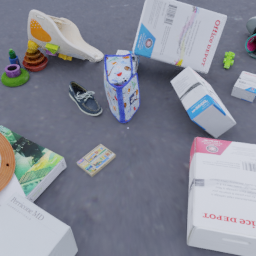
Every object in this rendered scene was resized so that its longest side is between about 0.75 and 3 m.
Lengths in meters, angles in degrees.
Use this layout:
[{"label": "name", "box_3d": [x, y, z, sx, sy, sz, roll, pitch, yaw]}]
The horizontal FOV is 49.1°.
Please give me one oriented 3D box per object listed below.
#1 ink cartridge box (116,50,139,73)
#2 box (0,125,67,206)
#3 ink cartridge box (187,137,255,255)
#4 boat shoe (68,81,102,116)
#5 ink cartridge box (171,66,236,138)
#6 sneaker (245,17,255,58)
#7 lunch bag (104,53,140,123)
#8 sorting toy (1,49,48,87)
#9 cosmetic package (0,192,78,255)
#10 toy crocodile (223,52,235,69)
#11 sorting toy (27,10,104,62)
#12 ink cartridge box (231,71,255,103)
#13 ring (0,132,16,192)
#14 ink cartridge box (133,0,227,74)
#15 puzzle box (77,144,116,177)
[{"label": "ink cartridge box", "box_3d": [-0.074, -2.167, 9.525, 0.780, 0.454, 1.078, 7, 46, 7]}, {"label": "box", "box_3d": [-2.856, 0.903, 6.554, 2.286, 0.415, 1.650, 23, 50, 20]}, {"label": "ink cartridge box", "box_3d": [2.077, 1.346, 5.765, 1.615, 0.912, 2.204, 8, 46, 8]}, {"label": "boat shoe", "box_3d": [-1.282, -0.907, 8.291, 0.555, 0.458, 1.481, -26, 51, -23]}, {"label": "ink cartridge box", "box_3d": [1.987, -0.716, 7.524, 1.216, 0.702, 1.666, 28, 31, -38]}, {"label": "sneaker", "box_3d": [4.841, -3.316, 10.315, 1.493, 1.034, 2.473, -9, 47, -22]}, {"label": "lunch bag", "box_3d": [-0.173, -1.115, 7.885, 0.984, 1.351, 1.589, -5, 44, 1]}, {"label": "sorting toy", "box_3d": [-3.553, -2.176, 9.337, 1.076, 0.735, 1.790, 25, 51, 22]}, {"label": "cosmetic package", "box_3d": [-2.177, 2.500, 4.553, 1.439, 1.035, 2.550, 21, 50, 22]}, {"label": "toy crocodile", "box_3d": [3.559, -2.398, 9.900, 0.334, 0.306, 0.990, 15, 52, 14]}, {"label": "sorting toy", "box_3d": [-1.958, -2.848, 9.561, 2.220, 1.317, 2.466, 25, 18, 0]}, {"label": "ink cartridge box", "box_3d": [3.721, -1.298, 8.717, 0.684, 0.395, 0.937, 25, 51, 22]}, {"label": "ring", "box_3d": [-3.236, 0.638, 5.737, 1.820, 0.175, 1.820, 27, 45, -30]}, {"label": "ink cartridge box", "box_3d": [1.458, -2.852, 8.625, 2.296, 1.685, 1.677, 14, 17, -5]}, {"label": "puzzle box", "box_3d": [-0.775, 0.777, 6.895, 0.547, 0.104, 0.822, 32, 54, 28]}]
